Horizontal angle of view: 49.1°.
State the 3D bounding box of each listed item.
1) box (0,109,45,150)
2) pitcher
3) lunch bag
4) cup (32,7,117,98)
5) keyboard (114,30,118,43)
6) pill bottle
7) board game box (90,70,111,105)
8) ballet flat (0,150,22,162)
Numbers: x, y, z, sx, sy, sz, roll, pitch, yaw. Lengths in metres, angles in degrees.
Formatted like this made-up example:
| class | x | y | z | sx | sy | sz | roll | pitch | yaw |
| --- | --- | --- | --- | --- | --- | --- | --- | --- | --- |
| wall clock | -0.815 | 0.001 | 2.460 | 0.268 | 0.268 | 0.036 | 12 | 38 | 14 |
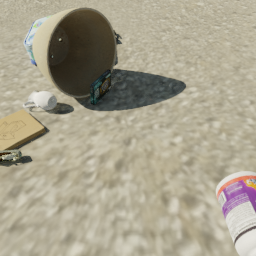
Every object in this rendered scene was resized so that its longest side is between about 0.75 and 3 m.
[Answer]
| class | x | y | z | sx | sy | sz | roll | pitch | yaw |
| --- | --- | --- | --- | --- | --- | --- | --- | --- | --- |
| box | -3.113 | 0.097 | 7.361 | 1.456 | 0.155 | 1.190 | -32 | 50 | -33 |
| pitcher | -2.560 | -0.758 | 8.140 | 0.872 | 0.528 | 0.748 | 15 | 50 | 32 |
| lunch bag | -2.797 | -3.485 | 10.760 | 2.089 | 1.072 | 2.599 | -11 | 41 | 3 |
| cup | -1.875 | -2.416 | 8.622 | 1.829 | 2.558 | 2.558 | 26 | 46 | 36 |
| keyboard | -0.966 | -4.053 | 12.260 | 1.012 | 0.216 | 1.686 | -21 | 45 | -14 |
| pill bottle | 2.233 | 1.680 | 4.848 | 0.951 | 0.951 | 1.707 | -3 | 40 | -3 |
| board game box | -0.819 | -1.249 | 8.512 | 0.143 | 0.687 | 1.016 | 21 | 45 | 18 |
| ballet flat | -2.958 | 0.668 | 6.531 | 0.905 | 0.305 | 0.288 | -7 | 12 | -10 |
